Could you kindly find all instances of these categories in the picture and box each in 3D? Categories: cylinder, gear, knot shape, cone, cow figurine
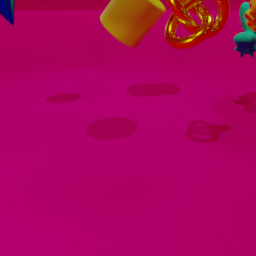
[{"bbox_3d":[0.127,-3.316,8.102,1.380,1.380,1.380,31,31,-22],"label":"cylinder"},{"bbox_3d":[3.259,-2.796,6.141,1.445,1.445,0.267,-16,60,-31],"label":"gear"},{"bbox_3d":[1.208,-1.965,4.856,1.188,1.270,0.587,-8,-11,-10],"label":"knot shape"},{"bbox_3d":[-3.000,-2.992,6.776,1.065,1.069,1.065,-17,19,6],"label":"cone"},{"bbox_3d":[3.323,-2.632,7.394,1.373,1.351,0.754,-32,33,-35],"label":"cow figurine"}]
